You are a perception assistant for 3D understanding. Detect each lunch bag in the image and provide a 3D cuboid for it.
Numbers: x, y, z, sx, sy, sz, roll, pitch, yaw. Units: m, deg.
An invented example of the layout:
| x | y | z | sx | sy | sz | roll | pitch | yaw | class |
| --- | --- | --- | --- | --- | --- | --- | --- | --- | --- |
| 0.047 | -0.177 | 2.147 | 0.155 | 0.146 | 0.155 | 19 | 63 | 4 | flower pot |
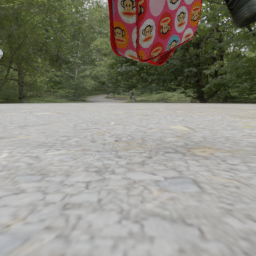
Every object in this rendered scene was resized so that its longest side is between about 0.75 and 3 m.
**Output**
| x | y | z | sx | sy | sz | roll | pitch | yaw | class |
| --- | --- | --- | --- | --- | --- | --- | --- | --- | --- |
| 0.665 | -2.375 | 5.869 | 0.972 | 2.089 | 2.372 | 24 | 42 | 36 | lunch bag |

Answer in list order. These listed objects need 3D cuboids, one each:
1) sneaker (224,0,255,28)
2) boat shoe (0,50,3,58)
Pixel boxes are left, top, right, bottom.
| x | y | z | sx | sy | sz | roll | pitch | yaw | class |
| --- | --- | --- | --- | --- | --- | --- | --- | --- | --- |
| 2.335 | -2.462 | 4.946 | 1.730 | 0.991 | 0.661 | -25 | -5 | -23 | sneaker |
| -4.621 | -2.281 | 7.582 | 2.214 | 0.724 | 0.815 | 21 | 25 | -31 | boat shoe |
